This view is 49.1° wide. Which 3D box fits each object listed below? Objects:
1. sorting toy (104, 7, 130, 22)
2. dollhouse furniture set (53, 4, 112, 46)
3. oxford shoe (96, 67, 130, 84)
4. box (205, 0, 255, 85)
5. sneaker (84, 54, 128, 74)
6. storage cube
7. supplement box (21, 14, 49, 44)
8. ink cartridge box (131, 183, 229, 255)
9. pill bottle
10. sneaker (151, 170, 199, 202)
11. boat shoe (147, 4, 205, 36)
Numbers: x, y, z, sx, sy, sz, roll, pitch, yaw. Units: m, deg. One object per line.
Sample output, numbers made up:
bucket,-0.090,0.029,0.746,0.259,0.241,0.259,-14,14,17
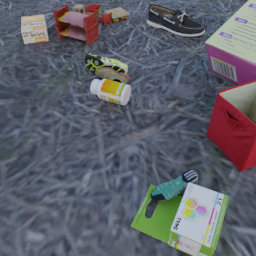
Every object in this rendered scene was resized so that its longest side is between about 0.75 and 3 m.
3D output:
sorting toy,-0.517,-5.215,12.952,0.877,0.307,0.882,-22,47,-21
dollhouse furniture set,-1.640,-4.680,11.751,1.528,1.155,2.839,17,46,18
oxford shoe,-0.553,-1.639,9.046,1.173,0.413,0.439,16,48,17
box,4.340,-2.628,8.511,2.871,1.388,2.525,-45,50,-6
sneaker,-0.734,-2.114,9.507,1.577,0.595,0.602,24,40,9
storage cube,2.910,-0.092,6.632,1.601,1.439,1.368,-19,46,-18
supplement box,-3.856,-4.106,11.568,0.964,0.562,1.530,-12,45,-11
ink cartridge box,0.981,1.632,5.399,1.567,0.594,1.158,18,47,18
pill bottle,-0.526,-1.101,8.310,1.111,0.617,0.617,17,46,17
sneaker,1.022,1.333,5.904,1.083,0.474,0.403,-28,40,2
boat shoe,2.015,-4.631,11.949,2.702,0.815,0.998,28,50,27
